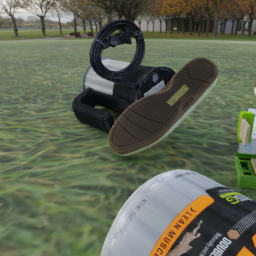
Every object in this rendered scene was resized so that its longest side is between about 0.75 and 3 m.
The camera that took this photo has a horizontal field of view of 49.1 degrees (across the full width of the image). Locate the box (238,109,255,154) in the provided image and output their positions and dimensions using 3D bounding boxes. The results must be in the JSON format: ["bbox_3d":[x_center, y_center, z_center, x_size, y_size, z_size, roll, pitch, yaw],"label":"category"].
[{"bbox_3d":[3.765,0.151,6.775,1.830,0.483,2.347,10,24,25],"label":"box"}]

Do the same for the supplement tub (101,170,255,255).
[{"bbox_3d":[1.027,1.423,1.992,1.525,1.525,2.489,-16,25,-35],"label":"supplement tub"}]

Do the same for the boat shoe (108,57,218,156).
[{"bbox_3d":[0.881,-0.303,6.400,2.896,1.103,1.038,-37,67,0],"label":"boat shoe"}]

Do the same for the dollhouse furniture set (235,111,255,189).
[{"bbox_3d":[3.004,0.398,5.036,1.905,1.248,0.956,4,20,12],"label":"dollhouse furniture set"}]

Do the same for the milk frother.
[{"bbox_3d":[-0.339,-1.576,7.957,2.615,2.897,2.725,-21,29,-35],"label":"milk frother"}]

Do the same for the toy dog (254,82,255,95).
[{"bbox_3d":[5.404,-1.485,10.349,1.461,1.020,1.417,-6,8,-14],"label":"toy dog"}]
